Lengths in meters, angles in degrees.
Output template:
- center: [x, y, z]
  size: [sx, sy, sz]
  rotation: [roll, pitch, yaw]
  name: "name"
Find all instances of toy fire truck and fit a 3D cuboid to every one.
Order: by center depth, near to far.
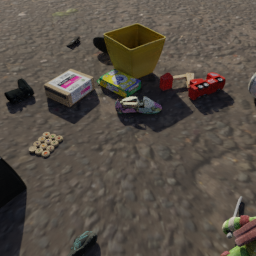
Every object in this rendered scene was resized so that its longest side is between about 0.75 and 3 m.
- center: [2.628, -1.861, 11.470]
  size: [2.285, 0.557, 1.611]
  rotation: [-21, 46, -22]
  name: "toy fire truck"

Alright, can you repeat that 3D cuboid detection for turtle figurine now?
- center: [2.837, 2.808, 6.021]
  size: [2.443, 2.520, 1.813]
  rotation: [-41, 77, -13]
  name: "turtle figurine"

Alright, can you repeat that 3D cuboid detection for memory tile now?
- center: [-2.687, 0.521, 9.180]
  size: [0.760, 0.083, 0.992]
  rotation: [16, 45, 17]
  name: "memory tile"

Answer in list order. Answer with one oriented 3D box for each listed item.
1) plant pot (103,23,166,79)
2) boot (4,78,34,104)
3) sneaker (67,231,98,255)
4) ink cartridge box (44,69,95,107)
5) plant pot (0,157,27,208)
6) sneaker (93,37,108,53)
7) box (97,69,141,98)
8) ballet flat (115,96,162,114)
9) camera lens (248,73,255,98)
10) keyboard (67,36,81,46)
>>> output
- center: [0.269, -3.212, 12.131]
  size: [1.909, 1.684, 1.909]
  rotation: [-28, 49, -27]
  name: "plant pot"
- center: [-4.420, -1.475, 11.150]
  size: [0.983, 0.444, 1.200]
  rotation: [-30, 53, -28]
  name: "boot"
- center: [-1.137, 2.779, 6.539]
  size: [0.374, 0.356, 0.944]
  rotation: [17, 36, 36]
  name: "sneaker"
- center: [-2.310, -1.646, 11.205]
  size: [1.306, 0.596, 1.586]
  rotation: [23, 46, 25]
  name: "ink cartridge box"
- center: [-3.857, 1.271, 7.429]
  size: [1.486, 1.321, 1.490]
  rotation: [30, 49, 28]
  name: "plant pot"
- center: [-0.713, -4.211, 13.998]
  size: [2.027, 0.751, 0.897]
  rotation: [13, 43, 0]
  name: "sneaker"
- center: [-0.410, -1.926, 11.666]
  size: [1.711, 0.414, 1.004]
  rotation: [28, 48, 30]
  name: "box"
- center: [0.395, -0.870, 10.320]
  size: [1.750, 0.623, 0.605]
  rotation: [0, 41, -1]
  name: "ballet flat"
- center: [5.497, -1.443, 10.406]
  size: [1.359, 1.359, 1.700]
  rotation: [-17, 46, -18]
  name: "camera lens"
- center: [-2.818, -4.523, 14.779]
  size: [0.528, 0.201, 1.014]
  rotation: [-7, 38, 27]
  name: "keyboard"
